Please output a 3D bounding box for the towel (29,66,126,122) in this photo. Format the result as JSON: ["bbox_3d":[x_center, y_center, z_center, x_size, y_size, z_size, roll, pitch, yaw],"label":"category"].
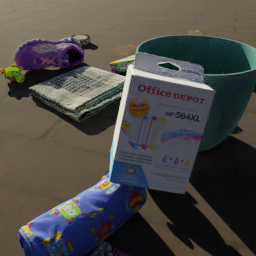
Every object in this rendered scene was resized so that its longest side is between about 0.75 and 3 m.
[{"bbox_3d":[-1.403,-1.279,8.930,2.685,0.464,2.585,28,42,34],"label":"towel"}]

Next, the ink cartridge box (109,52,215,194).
[{"bbox_3d":[0.467,-0.151,4.561,1.246,1.938,1.214,10,19,-5],"label":"ink cartridge box"}]

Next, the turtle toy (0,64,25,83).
[{"bbox_3d":[-3.994,-1.877,9.831,0.906,0.458,0.660,21,40,27],"label":"turtle toy"}]

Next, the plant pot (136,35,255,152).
[{"bbox_3d":[1.499,-0.755,6.590,2.683,2.153,2.683,1,32,0],"label":"plant pot"}]

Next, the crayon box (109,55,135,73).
[{"bbox_3d":[0.258,-2.415,10.284,1.249,0.422,1.448,-30,22,-35],"label":"crayon box"}]

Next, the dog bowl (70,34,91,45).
[{"bbox_3d":[-2.315,-4.297,13.625,1.013,0.297,1.013,0,34,0],"label":"dog bowl"}]

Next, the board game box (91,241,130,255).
[{"bbox_3d":[-0.416,2.128,4.112,0.533,0.143,0.888,21,39,22],"label":"board game box"}]

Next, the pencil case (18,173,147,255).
[{"bbox_3d":[-0.674,1.416,4.519,2.145,0.837,0.932,-29,44,-36],"label":"pencil case"}]

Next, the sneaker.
[{"bbox_3d":[-2.838,-2.714,10.615,2.771,1.115,1.225,-19,46,-28],"label":"sneaker"}]
